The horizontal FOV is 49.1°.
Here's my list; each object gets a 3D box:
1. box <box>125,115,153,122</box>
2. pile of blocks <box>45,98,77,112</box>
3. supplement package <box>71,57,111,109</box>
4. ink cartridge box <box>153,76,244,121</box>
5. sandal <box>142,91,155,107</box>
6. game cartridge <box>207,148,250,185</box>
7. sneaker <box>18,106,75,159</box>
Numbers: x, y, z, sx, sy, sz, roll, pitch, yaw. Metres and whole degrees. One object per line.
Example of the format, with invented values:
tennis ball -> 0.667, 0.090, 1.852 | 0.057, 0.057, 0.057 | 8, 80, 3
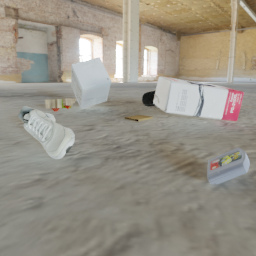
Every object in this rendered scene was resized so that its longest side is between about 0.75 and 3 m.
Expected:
box -> 0.409, -0.372, 10.481 | 0.691, 0.090, 0.845 | 11, 15, 42
pile of blocks -> -2.974, -0.994, 12.330 | 1.737, 0.540, 0.713 | 1, 3, 33
supplement package -> -1.738, -2.035, 12.877 | 1.376, 1.366, 1.813 | -20, -18, -19
ink cartridge box -> 2.363, -1.063, 9.859 | 2.542, 1.072, 1.840 | 7, 14, -9
sandal -> 1.947, -1.543, 14.013 | 2.517, 0.946, 0.602 | -1, -12, 27
game cartridge -> 1.672, 0.607, 4.682 | 0.665, 0.204, 0.999 | -23, 4, 19
sneaker -> -1.765, 0.047, 5.864 | 1.900, 0.714, 0.770 | 29, -8, 48
